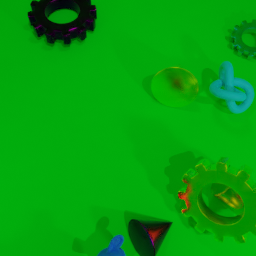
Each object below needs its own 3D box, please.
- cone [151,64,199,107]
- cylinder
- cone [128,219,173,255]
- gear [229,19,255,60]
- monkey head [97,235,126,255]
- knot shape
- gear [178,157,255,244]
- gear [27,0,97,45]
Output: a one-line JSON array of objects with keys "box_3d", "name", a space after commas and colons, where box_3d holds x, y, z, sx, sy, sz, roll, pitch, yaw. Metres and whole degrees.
[{"box_3d": [1.386, -1.462, 7.866, 1.267, 1.267, 1.271, 15, 45, 5], "name": "cone"}, {"box_3d": [2.535, 1.502, 6.592, 0.825, 0.825, 0.825, 40, 74, -6], "name": "cylinder"}, {"box_3d": [0.683, 2.408, 6.544, 0.992, 0.989, 0.989, -16, 69, -31], "name": "cone"}, {"box_3d": [3.710, -2.655, 8.397, 1.237, 0.229, 1.237, -2, 74, 5], "name": "gear"}, {"box_3d": [-0.495, 2.807, 5.689, 0.931, 0.780, 1.295, 19, 110, -19], "name": "monkey head"}, {"box_3d": [2.715, -1.134, 7.439, 1.423, 0.658, 1.332, 11, 58, -40], "name": "knot shape"}, {"box_3d": [2.079, 1.605, 6.206, 1.921, 1.921, 0.355, 43, 34, 14], "name": "gear"}, {"box_3d": [-1.973, -3.433, 8.542, 2.008, 0.371, 2.008, 1, 63, -3], "name": "gear"}]
